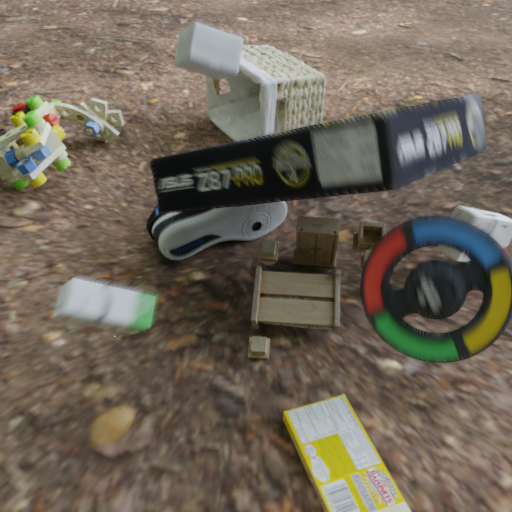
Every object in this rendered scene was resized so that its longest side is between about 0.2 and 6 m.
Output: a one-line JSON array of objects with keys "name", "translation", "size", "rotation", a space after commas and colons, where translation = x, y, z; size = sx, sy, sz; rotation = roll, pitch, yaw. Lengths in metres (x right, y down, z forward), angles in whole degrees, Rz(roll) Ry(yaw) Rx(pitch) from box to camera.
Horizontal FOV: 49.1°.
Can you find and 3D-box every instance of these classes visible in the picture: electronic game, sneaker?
[{"name": "electronic game", "translation": [1.793, 0.344, 5.614], "size": [1.492, 1.492, 0.310], "rotation": [14, 13, 18]}, {"name": "sneaker", "translation": [-0.653, -0.701, 8.415], "size": [2.041, 0.746, 1.142], "rotation": [-17, 39, -23]}]

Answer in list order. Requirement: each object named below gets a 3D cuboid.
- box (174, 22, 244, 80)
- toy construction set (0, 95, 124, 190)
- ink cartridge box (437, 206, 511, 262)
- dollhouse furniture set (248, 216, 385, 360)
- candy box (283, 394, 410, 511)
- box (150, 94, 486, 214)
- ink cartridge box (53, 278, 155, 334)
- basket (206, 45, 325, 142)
[{"name": "box", "translation": [-0.696, -2.932, 8.083], "size": [0.767, 0.504, 0.771], "rotation": [9, 5, -27]}, {"name": "toy construction set", "translation": [-3.653, -2.172, 9.857], "size": [1.850, 1.300, 2.822], "rotation": [-11, 24, 26]}, {"name": "ink cartridge box", "translation": [3.020, -0.263, 7.641], "size": [0.939, 0.684, 0.398], "rotation": [6, 22, -31]}, {"name": "dollhouse furniture set", "translation": [0.811, 0.555, 7.184], "size": [1.628, 0.932, 1.909], "rotation": [4, 62, 5]}, {"name": "candy box", "translation": [0.825, 1.993, 5.402], "size": [0.709, 0.183, 1.386], "rotation": [-9, 39, -16]}, {"name": "box", "translation": [0.750, -1.207, 6.834], "size": [3.257, 0.800, 2.625], "rotation": [-2, 12, 41]}, {"name": "ink cartridge box", "translation": [-1.469, 0.499, 5.413], "size": [0.816, 0.595, 0.343], "rotation": [16, 71, -26]}, {"name": "basket", "translation": [0.141, -3.078, 10.826], "size": [1.425, 1.565, 2.309], "rotation": [-18, 41, -25]}]
